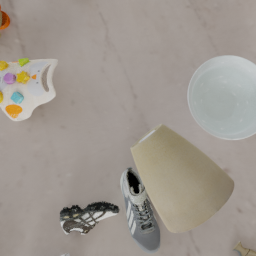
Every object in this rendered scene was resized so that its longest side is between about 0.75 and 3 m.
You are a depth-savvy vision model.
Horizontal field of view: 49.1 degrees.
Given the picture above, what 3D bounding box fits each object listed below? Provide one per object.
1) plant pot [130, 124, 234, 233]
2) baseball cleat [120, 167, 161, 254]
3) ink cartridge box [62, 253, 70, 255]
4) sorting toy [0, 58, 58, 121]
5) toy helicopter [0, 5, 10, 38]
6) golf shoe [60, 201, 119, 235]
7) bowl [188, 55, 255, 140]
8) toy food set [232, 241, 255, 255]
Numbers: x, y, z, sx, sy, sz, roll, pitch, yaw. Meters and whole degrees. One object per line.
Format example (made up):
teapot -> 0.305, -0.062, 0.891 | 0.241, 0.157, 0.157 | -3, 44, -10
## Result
plant pot -> 0.980, 0.900, 6.085 | 1.774, 1.774, 1.894 | -38, 92, -11
baseball cleat -> 0.268, 2.033, 6.895 | 0.751, 1.147, 2.155 | -20, 74, -9
ink cartridge box -> -1.861, 3.656, 6.728 | 1.140, 0.477, 0.827 | -22, 74, -7
sorting toy -> -2.674, -1.278, 7.748 | 1.665, 0.988, 1.850 | -6, 72, 18
toy helicopter -> -4.774, -2.829, 8.596 | 1.644, 0.981, 2.486 | 9, 82, -2
golf shoe -> -0.958, 2.324, 7.189 | 1.529, 0.594, 0.722 | -6, 93, -3
bowl -> 2.666, -0.745, 7.762 | 2.287, 1.028, 2.287 | 0, 81, -2
toy food set -> 3.297, 3.902, 6.730 | 2.074, 0.327, 1.319 | 34, 75, 10
